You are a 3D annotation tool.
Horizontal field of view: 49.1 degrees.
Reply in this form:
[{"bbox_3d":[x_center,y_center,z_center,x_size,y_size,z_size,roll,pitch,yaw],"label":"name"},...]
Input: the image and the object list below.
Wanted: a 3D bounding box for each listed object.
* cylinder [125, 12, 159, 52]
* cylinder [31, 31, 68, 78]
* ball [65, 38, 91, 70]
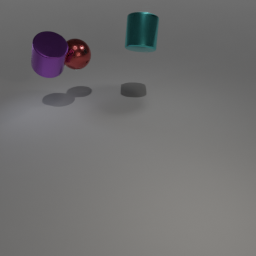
[{"bbox_3d":[0.603,-4.142,12.244,1.400,1.400,1.400,5,5,0],"label":"cylinder"},{"bbox_3d":[-3.313,-3.059,11.776,1.400,1.400,1.400,9,63,-17],"label":"cylinder"},{"bbox_3d":[-2.411,-3.404,12.944,1.400,1.400,1.400,0,30,0],"label":"ball"}]
